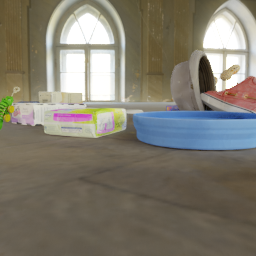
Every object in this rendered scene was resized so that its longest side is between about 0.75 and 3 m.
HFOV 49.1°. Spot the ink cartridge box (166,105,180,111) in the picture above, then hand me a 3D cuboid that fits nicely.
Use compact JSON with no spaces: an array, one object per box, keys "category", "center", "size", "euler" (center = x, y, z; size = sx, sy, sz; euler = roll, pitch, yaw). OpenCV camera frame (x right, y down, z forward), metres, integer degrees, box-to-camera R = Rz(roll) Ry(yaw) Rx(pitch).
[{"category":"ink cartridge box","center":[2.444,-0.764,12.965],"size":[1.040,0.582,1.524],"euler":[4,9,35]}]

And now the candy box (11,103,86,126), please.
[{"category":"candy box","center":[-2.852,-0.536,10.098],"size":[2.069,0.740,1.736],"euler":[-6,8,-44]}]

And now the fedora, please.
[{"category":"fedora","center":[2.275,-1.312,9.767],"size":[1.174,2.600,2.299],"euler":[-7,16,34]}]

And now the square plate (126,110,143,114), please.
[{"category":"square plate","center":[0.292,-0.958,16.377],"size":[1.278,0.184,1.290],"euler":[0,6,0]}]

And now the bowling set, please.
[{"category":"bowling set","center":[3.443,-1.140,11.275],"size":[1.537,1.993,2.863],"euler":[-32,3,-43]}]

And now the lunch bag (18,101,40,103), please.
[{"category":"lunch bag","center":[-4.185,-0.676,11.645],"size":[1.063,0.703,0.722],"euler":[1,23,-1]}]

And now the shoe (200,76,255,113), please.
[{"category":"shoe","center":[3.285,-0.936,8.437],"size":[0.929,1.183,2.602],"euler":[30,5,-29]}]

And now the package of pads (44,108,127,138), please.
[{"category":"package of pads","center":[-1.010,-0.202,7.449],"size":[1.523,0.672,1.971],"euler":[2,7,21]}]

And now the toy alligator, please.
[{"category":"toy alligator","center":[-3.206,-0.596,7.297],"size":[0.397,1.338,0.363],"euler":[9,-23,12]}]

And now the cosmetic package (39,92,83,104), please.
[{"category":"cosmetic package","center":[-3.246,-1.187,13.821],"size":[0.838,1.240,2.358],"euler":[5,9,27]}]

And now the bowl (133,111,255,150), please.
[{"category":"bowl","center":[1.603,-0.027,6.306],"size":[3.002,0.589,3.002],"euler":[0,7,0]}]
